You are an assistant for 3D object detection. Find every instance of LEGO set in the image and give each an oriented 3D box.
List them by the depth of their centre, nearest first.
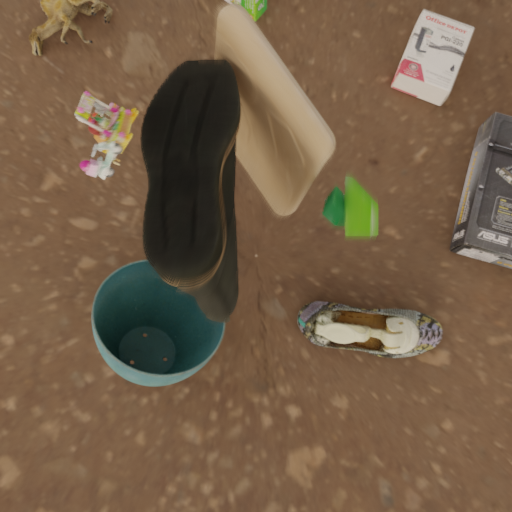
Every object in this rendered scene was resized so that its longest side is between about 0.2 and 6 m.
[{"bbox_3d":[-1.762,-1.473,6.262,0.598,1.607,0.739,26,107,-25],"label":"LEGO set"}]

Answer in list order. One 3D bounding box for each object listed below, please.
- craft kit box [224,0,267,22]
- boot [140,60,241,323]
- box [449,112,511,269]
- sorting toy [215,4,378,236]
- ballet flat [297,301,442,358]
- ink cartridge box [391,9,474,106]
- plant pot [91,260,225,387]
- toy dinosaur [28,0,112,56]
[{"bbox_3d":[-0.578,-5.106,9.558,1.742,1.764,0.428,41,81,7],"label":"craft kit box"},{"bbox_3d":[-0.637,-0.722,6.859,1.098,1.961,2.835,3,67,11],"label":"boot"},{"bbox_3d":[4.988,-0.818,9.252,2.990,0.723,2.368,16,79,3],"label":"box"},{"bbox_3d":[0.406,-1.326,7.032,0.447,2.243,3.034,-32,83,-16],"label":"sorting toy"},{"bbox_3d":[1.819,1.227,8.812,2.349,0.845,0.845,7,79,1],"label":"ballet flat"},{"bbox_3d":[3.102,-3.490,9.856,0.979,0.570,1.345,22,78,4],"label":"ink cartridge box"},{"bbox_3d":[-1.545,1.192,8.453,1.900,1.279,1.900,11,51,-14],"label":"plant pot"},{"bbox_3d":[-3.236,-4.567,10.020,1.168,0.672,2.309,27,80,6],"label":"toy dinosaur"}]
